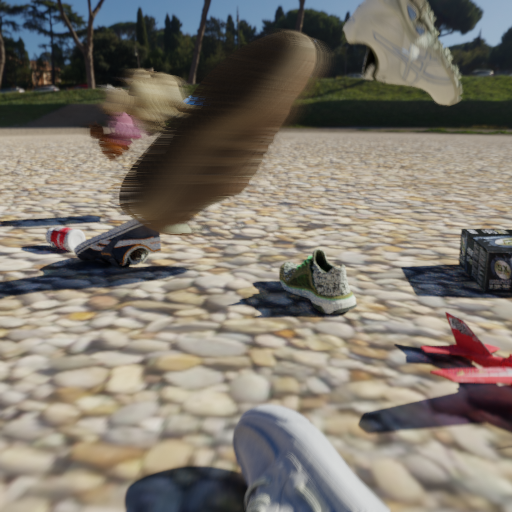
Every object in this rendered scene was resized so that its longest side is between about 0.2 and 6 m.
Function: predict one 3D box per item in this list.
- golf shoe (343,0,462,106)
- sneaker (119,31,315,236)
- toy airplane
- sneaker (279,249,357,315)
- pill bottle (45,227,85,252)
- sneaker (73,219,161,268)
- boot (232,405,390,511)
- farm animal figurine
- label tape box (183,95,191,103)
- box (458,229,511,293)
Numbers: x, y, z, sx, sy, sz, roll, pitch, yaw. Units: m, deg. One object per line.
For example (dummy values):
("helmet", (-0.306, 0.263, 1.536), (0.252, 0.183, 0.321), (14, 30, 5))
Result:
("golf shoe", (2.253, -3.049, 8.595), (1.281, 1.031, 2.634), (-31, -40, 23))
("sneaker", (-0.297, -1.176, 5.716), (0.926, 2.452, 0.864), (34, 21, -50))
("toy airplane", (2.428, 1.079, 5.487), (2.108, 0.388, 2.108), (5, 14, -1))
("sneaker", (0.863, 0.224, 7.903), (0.647, 0.746, 1.683), (-8, 17, -26))
("pill bottle", (-3.595, -0.327, 10.501), (0.748, 0.420, 0.420), (10, 18, 34))
("sneaker", (-2.337, -0.097, 9.400), (1.732, 0.688, 0.679), (-20, -1, 29))
("boot", (0.118, 1.523, 3.338), (0.883, 0.680, 1.848), (-2, 15, -32))
("farm animal figurine", (-2.064, -2.695, 9.898), (2.076, 1.082, 2.053), (-21, 17, 47))
("label tape box", (-1.310, -3.010, 12.863), (0.425, 1.285, 0.920), (9, 37, 20))
("box", (3.983, 0.042, 8.733), (1.236, 0.650, 1.509), (1, 16, 6))
